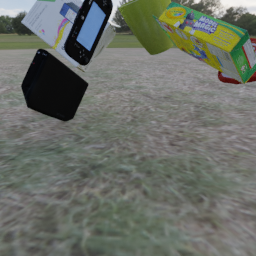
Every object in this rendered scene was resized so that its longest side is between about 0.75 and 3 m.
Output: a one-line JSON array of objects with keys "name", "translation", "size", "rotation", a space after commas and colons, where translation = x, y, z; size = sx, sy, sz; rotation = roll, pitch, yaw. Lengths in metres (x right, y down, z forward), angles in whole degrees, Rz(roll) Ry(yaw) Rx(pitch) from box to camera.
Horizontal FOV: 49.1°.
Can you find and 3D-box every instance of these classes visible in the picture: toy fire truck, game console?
[{"name": "toy fire truck", "translation": [3.640, -2.102, 8.600], "size": [1.543, 1.030, 1.838], "rotation": [15, 64, 27]}, {"name": "game console", "translation": [-0.854, -1.225, 4.478], "size": [0.270, 2.236, 1.319], "rotation": [22, -3, 19]}]

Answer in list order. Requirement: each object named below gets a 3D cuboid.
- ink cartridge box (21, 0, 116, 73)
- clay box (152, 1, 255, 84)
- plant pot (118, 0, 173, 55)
[{"name": "ink cartridge box", "translation": [-2.005, -3.488, 9.738], "size": [2.587, 1.880, 1.132], "rotation": [40, 6, 4]}, {"name": "clay box", "translation": [1.743, -2.072, 6.556], "size": [2.464, 0.586, 1.416], "rotation": [45, 8, 38]}, {"name": "plant pot", "translation": [0.821, -3.529, 9.530], "size": [1.751, 1.871, 1.751], "rotation": [-20, 24, 9]}]
